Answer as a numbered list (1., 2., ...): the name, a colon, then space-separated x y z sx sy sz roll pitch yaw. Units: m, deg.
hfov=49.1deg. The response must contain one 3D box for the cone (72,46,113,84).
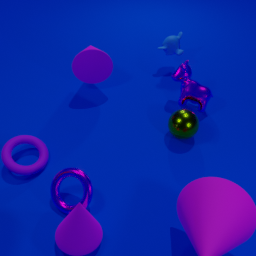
1. cone: -1.156 -2.283 8.895 1.238 1.238 1.243 -6 48 -5

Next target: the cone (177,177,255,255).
1. cone: 1.472 1.917 5.009 1.572 1.572 1.578 21 21 17

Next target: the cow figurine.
1. cow figurine: 1.921 -1.262 8.355 1.358 1.336 0.745 19 24 14

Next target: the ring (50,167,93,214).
1. ring: -1.294 1.432 6.390 1.059 0.212 1.059 -1 86 17

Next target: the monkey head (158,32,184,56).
1. monkey head: 1.547 -2.791 9.526 1.031 0.621 0.742 -36 39 -7

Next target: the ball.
1. ball: 1.522 -0.103 7.691 0.850 0.850 0.850 0 49 0

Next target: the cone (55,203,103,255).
1. cone: -0.990 1.859 5.695 0.994 0.998 0.994 5 34 -3

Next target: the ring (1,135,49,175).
1. ring: -2.628 0.682 7.193 1.144 0.229 1.144 13 51 -16
